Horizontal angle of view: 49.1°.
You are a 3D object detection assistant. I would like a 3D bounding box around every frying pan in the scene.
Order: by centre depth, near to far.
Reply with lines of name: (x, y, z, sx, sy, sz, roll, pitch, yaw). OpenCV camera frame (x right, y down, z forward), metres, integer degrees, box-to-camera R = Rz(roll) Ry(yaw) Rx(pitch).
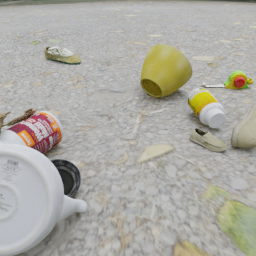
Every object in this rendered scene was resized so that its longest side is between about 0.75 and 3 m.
frying pan: (-2.194, 1.281, 7.199, 1.993, 0.324, 1.206, 12, 56, 1)

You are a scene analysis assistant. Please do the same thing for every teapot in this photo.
teapot: (-2.469, 1.422, 6.025, 2.330, 2.361, 1.724, -29, -1, -5)

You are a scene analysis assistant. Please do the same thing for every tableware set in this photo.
tableware set: (-4.057, 0.053, 8.277, 2.702, 0.314, 2.257, -28, 5, 16)

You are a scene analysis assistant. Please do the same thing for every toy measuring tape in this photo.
toy measuring tape: (4.680, -2.270, 13.078, 2.327, 0.856, 0.856, 2, 31, 3)

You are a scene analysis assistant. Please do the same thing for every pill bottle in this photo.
pill bottle: (-3.022, 0.424, 8.228, 1.172, 1.172, 2.139, 17, 35, 26)
pill bottle: (2.864, -0.722, 10.189, 0.909, 0.909, 1.664, -6, 36, -10)

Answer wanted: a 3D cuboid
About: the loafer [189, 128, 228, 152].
loafer: (2.581, 0.370, 9.026, 1.293, 0.442, 0.489, 21, 37, 31)

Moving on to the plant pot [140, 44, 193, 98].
plant pot: (1.422, -2.238, 12.099, 2.212, 2.212, 1.570, 23, 65, 33)

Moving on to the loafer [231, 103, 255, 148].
loafer: (4.330, -0.053, 9.333, 0.876, 0.971, 2.566, 26, 49, 34)

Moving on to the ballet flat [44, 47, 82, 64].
ballet flat: (-3.893, -4.320, 16.445, 2.517, 0.890, 0.890, 16, 34, 23)
